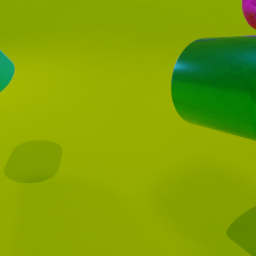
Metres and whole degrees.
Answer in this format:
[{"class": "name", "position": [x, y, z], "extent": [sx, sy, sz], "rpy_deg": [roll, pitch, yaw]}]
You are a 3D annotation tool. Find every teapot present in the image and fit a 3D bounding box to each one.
[{"class": "teapot", "position": [3.022, -2.665, 5.813], "extent": [2.034, 1.265, 0.996], "rpy_deg": [-30, 31, -22]}]

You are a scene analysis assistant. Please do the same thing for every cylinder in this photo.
[{"class": "cylinder", "position": [-3.238, -1.372, 5.932], "extent": [1.141, 1.141, 1.141], "rpy_deg": [-12, 56, 18]}, {"class": "cylinder", "position": [1.520, -0.578, 3.891], "extent": [1.334, 1.334, 1.334], "rpy_deg": [-22, 25, -30]}]
